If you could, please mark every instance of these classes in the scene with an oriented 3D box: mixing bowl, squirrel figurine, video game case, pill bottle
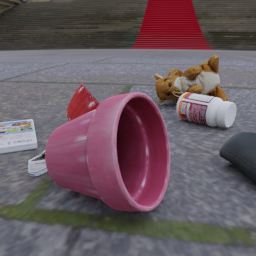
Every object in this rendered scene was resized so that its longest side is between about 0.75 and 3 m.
[{"bbox_3d":[-1.071,-0.287,7.776,0.938,1.733,1.733,-39,25,-1],"label":"mixing bowl"},{"bbox_3d":[2.359,-1.731,11.813,2.574,1.952,2.758,-13,6,-4],"label":"squirrel figurine"},{"bbox_3d":[-3.476,0.217,8.027,1.566,0.197,2.187,-8,21,-19],"label":"video game case"},{"bbox_3d":[2.539,-0.585,9.169,1.731,0.948,0.948,18,26,41],"label":"pill bottle"}]

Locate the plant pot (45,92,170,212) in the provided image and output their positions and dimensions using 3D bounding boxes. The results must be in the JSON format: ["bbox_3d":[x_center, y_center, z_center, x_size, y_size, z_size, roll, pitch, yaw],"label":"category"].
[{"bbox_3d":[-0.412,0.461,5.072,1.774,1.982,1.982,-7,13,32],"label":"plant pot"}]

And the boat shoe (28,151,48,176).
[{"bbox_3d":[-1.787,0.684,6.397,0.439,0.390,1.194,8,21,20],"label":"boat shoe"}]

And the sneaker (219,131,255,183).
[{"bbox_3d":[3.492,0.407,6.190,2.727,1.020,1.449,-9,24,-21],"label":"sneaker"}]
